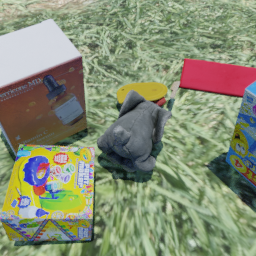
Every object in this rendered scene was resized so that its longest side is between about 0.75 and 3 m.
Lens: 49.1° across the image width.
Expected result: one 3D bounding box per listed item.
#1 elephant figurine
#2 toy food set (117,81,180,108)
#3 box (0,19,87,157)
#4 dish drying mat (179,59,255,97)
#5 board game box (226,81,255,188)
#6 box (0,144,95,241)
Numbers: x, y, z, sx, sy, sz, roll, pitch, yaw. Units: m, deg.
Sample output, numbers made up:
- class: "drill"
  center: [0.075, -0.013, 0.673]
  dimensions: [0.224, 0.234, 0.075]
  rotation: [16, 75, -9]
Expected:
- class: "elephant figurine"
  center: [0.337, -0.167, 7.233]
  dimensions: [1.808, 1.649, 2.331]
  rotation: [-8, 42, 54]
- class: "toy food set"
  center: [0.625, -0.910, 8.684]
  dimensions: [1.917, 0.626, 1.128]
  rotation: [0, 36, 14]
- class: "box"
  center: [-2.366, -0.844, 7.089]
  dimensions: [2.174, 2.855, 1.518]
  rotation: [-28, 63, -21]
- class: "dish drying mat"
  center: [3.317, -1.656, 9.533]
  dimensions: [2.988, 0.272, 1.148]
  rotation: [11, 71, 8]
- class: "board game box"
  center: [3.523, 0.705, 5.785]
  dimensions: [0.794, 2.784, 2.843]
  rotation: [-33, 54, -15]
- class: "box"
  center: [-1.603, 1.387, 6.113]
  dimensions: [1.699, 1.076, 1.764]
  rotation: [2, 47, -8]
